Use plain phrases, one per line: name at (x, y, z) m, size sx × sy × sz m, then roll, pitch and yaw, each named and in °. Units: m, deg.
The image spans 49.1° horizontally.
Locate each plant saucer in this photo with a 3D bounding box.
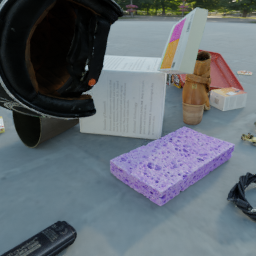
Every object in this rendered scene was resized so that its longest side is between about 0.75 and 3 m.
plant saucer at (3.218, -2.513, 12.271) m, size 2.892 × 0.532 × 2.897 m, roll 5°, pitch 45°, yaw -17°

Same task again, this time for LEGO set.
LEGO set at (4.276, 0.013, 8.287) m, size 1.278 × 0.558 × 1.968 m, roll 20°, pitch 32°, yaw 35°

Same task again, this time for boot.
boot at (2.396, -1.600, 9.779) m, size 1.073 × 2.172 × 2.797 m, roll 10°, pitch 27°, yaw 20°

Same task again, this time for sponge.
sponge at (1.161, 0.752, 6.884) m, size 2.866 × 0.427 × 1.599 m, roll -22°, pitch 33°, yaw -37°

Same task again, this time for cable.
cable at (2.757, 1.365, 5.698) m, size 1.137 × 0.354 × 1.393 m, roll 22°, pitch 33°, yaw 38°

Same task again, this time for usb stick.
usb stick at (-1.722, 2.074, 4.243) m, size 0.568 × 0.334 × 2.047 m, roll 17°, pitch 30°, yaw 42°

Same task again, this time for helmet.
helmet at (-1.655, -1.554, 5.142) m, size 2.884 × 2.884 × 2.749 m, roll -18°, pitch 30°, yaw -33°

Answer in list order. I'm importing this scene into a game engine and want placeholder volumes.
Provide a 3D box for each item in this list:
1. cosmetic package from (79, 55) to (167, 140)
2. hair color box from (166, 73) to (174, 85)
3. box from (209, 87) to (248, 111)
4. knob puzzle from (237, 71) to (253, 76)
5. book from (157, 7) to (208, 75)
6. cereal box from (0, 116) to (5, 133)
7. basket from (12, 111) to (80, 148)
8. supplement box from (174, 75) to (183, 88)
cosmetic package at (-0.068, -1.062, 8.803) m, size 2.457 × 2.043 × 2.056 m, roll 5°, pitch 26°, yaw 9°
hair color box at (2.124, -2.477, 13.509) m, size 0.336 × 0.548 × 1.107 m, roll 15°, pitch 29°, yaw 28°
box at (3.789, -1.112, 10.616) m, size 1.090 × 0.580 × 0.830 m, roll -11°, pitch 28°, yaw -22°
knob puzzle at (6.331, -3.028, 15.161) m, size 0.897 × 0.124 × 0.897 m, roll 0°, pitch 25°, yaw 0°
book at (1.157, -1.810, 6.161) m, size 0.435 × 1.208 × 1.808 m, roll 13°, pitch 10°, yaw -7°
cereal box at (-4.309, -0.064, 8.868) m, size 0.690 × 0.190 × 0.960 m, roll -12°, pitch 28°, yaw -23°
basket at (-2.281, -0.389, 8.312) m, size 1.205 × 1.597 × 1.771 m, roll 2°, pitch 12°, yaw 34°
supplement box at (2.608, -2.321, 12.880) m, size 0.825 × 0.814 × 0.548 m, roll -9°, pitch 27°, yaw -17°
